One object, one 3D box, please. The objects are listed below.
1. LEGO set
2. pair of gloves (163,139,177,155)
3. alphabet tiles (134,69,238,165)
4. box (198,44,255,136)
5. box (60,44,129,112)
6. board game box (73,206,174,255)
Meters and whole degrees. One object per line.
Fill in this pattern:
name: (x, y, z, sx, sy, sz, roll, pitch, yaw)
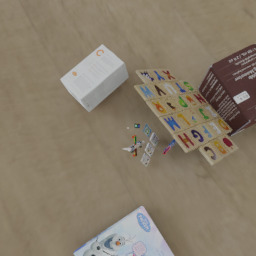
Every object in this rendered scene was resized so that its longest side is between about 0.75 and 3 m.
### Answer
LEGO set: (0.346, 0.375, 7.347, 0.294, 1.199, 0.895, 12, 67, 36)
pair of gloves: (1.295, 0.277, 7.247, 0.137, 0.964, 1.199, 42, 114, 6)
alphabet tiles: (1.461, -0.439, 6.909, 2.398, 0.091, 2.881, -14, 61, -47)
box: (3.074, -0.975, 7.555, 1.442, 1.428, 1.739, -28, 74, -8)
box: (-0.879, -1.348, 7.599, 1.513, 0.737, 0.941, -42, 66, -8)
board game box: (0.070, 3.255, 6.664, 1.971, 0.430, 1.981, -31, 80, -9)
